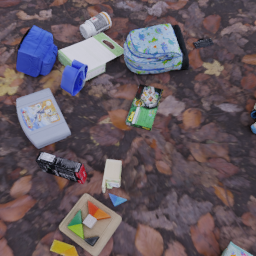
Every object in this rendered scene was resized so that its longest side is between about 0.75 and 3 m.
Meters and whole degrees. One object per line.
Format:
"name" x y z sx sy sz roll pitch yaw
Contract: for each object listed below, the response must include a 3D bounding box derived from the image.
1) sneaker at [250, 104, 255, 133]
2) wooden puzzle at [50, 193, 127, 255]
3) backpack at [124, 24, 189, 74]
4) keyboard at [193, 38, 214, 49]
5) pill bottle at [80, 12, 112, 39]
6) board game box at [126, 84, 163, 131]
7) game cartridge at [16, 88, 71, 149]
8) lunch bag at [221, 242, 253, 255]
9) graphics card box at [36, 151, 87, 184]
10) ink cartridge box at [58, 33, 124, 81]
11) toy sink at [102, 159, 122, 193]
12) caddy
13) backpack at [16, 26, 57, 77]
"sneaker" 5.564 -0.949 11.340 1.064 1.055 2.936 -1 45 32
"wooden puzzle" -1.241 3.129 9.170 1.715 0.297 2.542 24 61 14
"backpack" 1.153 -3.482 12.473 2.749 2.114 2.243 -14 70 8
"keyboard" 3.700 -4.247 13.862 0.981 0.126 0.589 -15 59 -10
"pill bottle" -1.615 -5.096 13.958 1.473 0.857 0.857 -37 65 -21
"board game box" 0.709 -0.906 11.724 1.092 0.245 2.085 16 59 7
"game cartridge" -3.475 -0.423 11.174 1.610 0.502 2.418 -21 65 -21
"lunch bag" 3.316 4.282 8.115 1.446 0.882 1.232 30 62 24
"graphics card box" -2.304 1.400 9.805 1.645 1.032 0.418 14 60 9
"ink cartridge box" -1.637 -3.348 13.021 2.604 0.624 1.895 -33 64 -30
"toy sink" -0.533 1.722 9.821 0.579 0.674 1.034 6 57 3
"caddy" -2.108 -2.019 11.445 0.806 1.535 1.085 31 50 4
"backpack" -4.021 -3.413 12.560 1.613 1.562 1.922 20 55 -20
